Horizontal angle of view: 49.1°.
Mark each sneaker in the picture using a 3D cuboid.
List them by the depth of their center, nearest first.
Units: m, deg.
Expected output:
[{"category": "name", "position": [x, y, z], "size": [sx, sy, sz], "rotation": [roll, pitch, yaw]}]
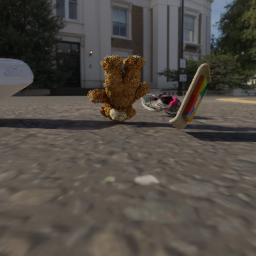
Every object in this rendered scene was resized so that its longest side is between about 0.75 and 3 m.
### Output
[{"category": "sneaker", "position": [1.364, -1.124, 11.490], "size": [2.098, 0.846, 0.784], "rotation": [16, -22, 43]}]

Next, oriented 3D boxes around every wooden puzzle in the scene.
[{"category": "wooden puzzle", "position": [1.597, -0.667, 6.813], "size": [0.286, 1.538, 1.423], "rotation": [30, 3, 19]}]

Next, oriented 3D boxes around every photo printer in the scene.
[{"category": "photo printer", "position": [-5.096, -1.308, 9.626], "size": [2.921, 1.014, 2.430], "rotation": [-25, 2, 19]}]

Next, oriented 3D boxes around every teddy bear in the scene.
[{"category": "teddy bear", "position": [-0.229, -1.127, 8.727], "size": [1.896, 2.615, 0.873], "rotation": [4, 42, -31]}]
